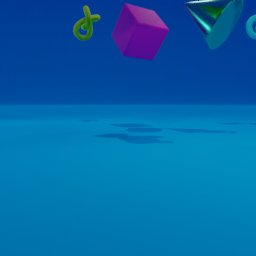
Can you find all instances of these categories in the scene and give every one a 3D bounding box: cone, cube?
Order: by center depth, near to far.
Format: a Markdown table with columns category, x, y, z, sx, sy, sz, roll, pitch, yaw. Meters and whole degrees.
| category | x | y | z | sx | sy | sz | roll | pitch | yaw |
| --- | --- | --- | --- | --- | --- | --- | --- | --- | --- |
| cone | 1.747 | -2.614 | 6.402 | 1.190 | 1.185 | 1.185 | 39 | 24 | 24 |
| cube | 0.318 | -2.711 | 7.999 | 1.049 | 1.049 | 1.049 | 0 | 48 | -31 |

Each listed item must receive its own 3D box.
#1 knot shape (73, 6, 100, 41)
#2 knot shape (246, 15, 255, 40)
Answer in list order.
| category | x | y | z | sx | sy | sz | roll | pitch | yaw |
| --- | --- | --- | --- | --- | --- | --- | --- | --- | --- |
| knot shape | -1.485 | -3.629 | 9.889 | 0.541 | 1.095 | 1.170 | 29 | 9 | 3 |
| knot shape | 4.215 | -3.154 | 8.537 | 1.038 | 0.513 | 1.110 | 19 | -52 | -43 |
